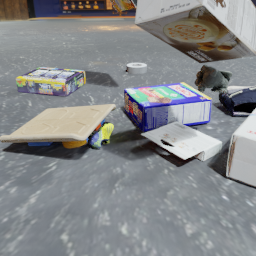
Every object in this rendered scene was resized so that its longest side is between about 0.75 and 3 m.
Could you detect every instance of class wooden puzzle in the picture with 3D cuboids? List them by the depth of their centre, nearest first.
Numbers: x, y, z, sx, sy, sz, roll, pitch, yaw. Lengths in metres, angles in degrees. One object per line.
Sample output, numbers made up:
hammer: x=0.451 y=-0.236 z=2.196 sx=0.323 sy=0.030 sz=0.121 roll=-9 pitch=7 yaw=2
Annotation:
wooden puzzle: x=-1.732 y=-0.023 z=7.578 sx=2.293 sy=0.573 sz=2.475 roll=-2 pitch=21 yaw=20

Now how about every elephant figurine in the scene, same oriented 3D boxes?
elephant figurine: x=2.159 y=-1.101 z=6.677 sx=0.981 sy=0.694 sz=0.761 roll=16 pitch=33 yaw=-19

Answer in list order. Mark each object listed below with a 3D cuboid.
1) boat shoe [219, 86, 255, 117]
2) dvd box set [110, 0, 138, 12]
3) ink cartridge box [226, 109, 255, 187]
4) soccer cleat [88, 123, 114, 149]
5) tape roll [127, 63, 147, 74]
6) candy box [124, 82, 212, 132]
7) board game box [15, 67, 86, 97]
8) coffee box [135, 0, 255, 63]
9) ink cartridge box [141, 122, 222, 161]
boat shoe: x=4.508 y=-0.907 z=9.416 sx=2.605 sy=0.973 sz=1.208 roll=-7 pitch=32 yaw=3
dvd box set: x=-0.427 y=-5.031 z=9.877 sx=0.356 sy=1.772 sz=2.422 roll=-37 pitch=26 yaw=-3
ink cartridge box: x=3.633 y=0.395 z=6.317 sx=1.928 sy=1.129 sz=2.668 roll=18 pitch=30 yaw=33
soccer cleat: x=-0.662 y=0.234 z=7.670 sx=0.501 sy=0.387 sz=1.198 roll=38 pitch=30 yaw=7
tape roll: x=0.445 y=-3.067 z=14.366 sx=1.042 sy=0.344 sz=1.042 roll=1 pitch=25 yaw=0
candy box: x=1.210 y=-0.741 z=8.967 sx=2.242 sy=0.864 sz=1.896 roll=-7 pitch=25 yaw=-17
board game box: x=-3.186 y=-1.982 z=11.812 sx=2.241 sy=0.635 sz=1.853 roll=8 pitch=29 yaw=15
coffee box: x=1.313 y=-1.909 z=4.894 sx=1.243 sy=0.867 sz=2.174 roll=4 pitch=-4 yaw=42
ink cartridge box: x=1.346 y=0.392 z=7.241 sx=1.387 sy=0.348 sz=1.598 roll=-19 pitch=32 yaw=-33
